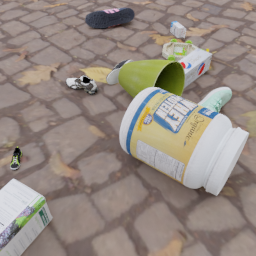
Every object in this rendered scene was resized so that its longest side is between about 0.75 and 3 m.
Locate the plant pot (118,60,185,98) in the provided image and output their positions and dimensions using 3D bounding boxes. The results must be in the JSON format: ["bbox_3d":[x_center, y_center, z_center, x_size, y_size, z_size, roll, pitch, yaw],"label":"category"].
[{"bbox_3d":[0.655,-1.594,9.656,1.934,1.809,1.809,26,49,37],"label":"plant pot"}]

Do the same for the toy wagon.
[{"bbox_3d":[2.492,-3.277,12.134,1.968,0.389,1.527,8,46,7],"label":"toy wagon"}]

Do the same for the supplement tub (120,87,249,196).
[{"bbox_3d":[1.408,0.304,7.349,2.809,2.032,2.032,27,51,25],"label":"supplement tub"}]

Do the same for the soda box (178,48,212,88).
[{"bbox_3d":[2.334,-2.254,10.838,0.705,0.754,2.213,33,54,29],"label":"soda box"}]

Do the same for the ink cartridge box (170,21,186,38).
[{"bbox_3d":[2.405,-4.693,13.458,0.303,0.517,0.892,-19,48,-18],"label":"ink cartridge box"}]

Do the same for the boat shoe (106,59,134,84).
[{"bbox_3d":[-0.374,-2.223,10.976,0.440,0.539,1.458,22,59,44],"label":"boat shoe"}]

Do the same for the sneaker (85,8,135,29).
[{"bbox_3d":[-0.950,-5.611,14.327,2.487,0.872,1.020,-8,24,-7],"label":"sneaker"}]

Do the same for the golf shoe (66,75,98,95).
[{"bbox_3d":[-1.734,-1.735,10.409,1.372,0.648,0.533,18,48,19],"label":"golf shoe"}]

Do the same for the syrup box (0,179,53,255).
[{"bbox_3d":[-2.928,2.457,5.914,1.058,1.023,2.597,23,49,22],"label":"syrup box"}]

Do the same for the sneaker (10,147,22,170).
[{"bbox_3d":[-3.238,0.858,8.031,0.269,0.311,0.750,-5,45,-5],"label":"sneaker"}]

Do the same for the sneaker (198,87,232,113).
[{"bbox_3d":[2.833,-0.418,8.940,2.206,0.812,1.301,-33,48,-17],"label":"sneaker"}]
